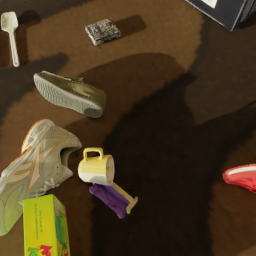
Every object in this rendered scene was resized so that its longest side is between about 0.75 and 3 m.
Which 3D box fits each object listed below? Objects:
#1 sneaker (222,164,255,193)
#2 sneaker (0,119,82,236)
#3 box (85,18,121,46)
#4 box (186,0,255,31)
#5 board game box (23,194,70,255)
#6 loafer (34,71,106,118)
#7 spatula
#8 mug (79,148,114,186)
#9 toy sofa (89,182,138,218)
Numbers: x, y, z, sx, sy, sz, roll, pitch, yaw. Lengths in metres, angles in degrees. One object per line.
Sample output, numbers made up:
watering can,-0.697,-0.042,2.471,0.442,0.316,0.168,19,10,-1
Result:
sneaker,3.151,1.426,6.075,2.031,0.796,1.173,-2,69,8
sneaker,-1.955,1.097,6.131,1.242,1.022,2.700,21,67,6
box,-0.757,-2.917,8.452,0.859,0.214,0.677,-25,67,-16
box,3.222,-4.903,8.698,2.686,1.577,2.642,-40,71,-19
board game box,-1.436,2.631,5.212,0.587,1.252,2.465,-10,64,-7
loafer,-1.474,-0.952,7.313,2.075,0.780,0.723,26,55,7
spatula,-3.948,-2.563,8.341,1.486,0.172,2.138,-15,65,-8
mug,-0.682,0.813,5.955,0.652,0.636,0.794,-1,86,13
toy sofa,-0.352,1.458,6.228,1.101,0.456,0.537,37,69,16
